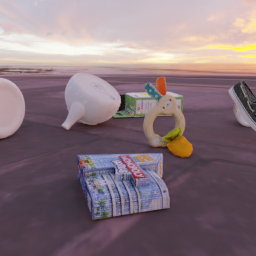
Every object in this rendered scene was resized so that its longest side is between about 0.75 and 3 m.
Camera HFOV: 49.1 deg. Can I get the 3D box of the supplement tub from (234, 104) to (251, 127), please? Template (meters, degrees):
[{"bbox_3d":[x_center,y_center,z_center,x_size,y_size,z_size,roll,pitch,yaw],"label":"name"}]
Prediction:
[{"bbox_3d":[4.032,-0.584,9.439,0.837,0.837,1.151,3,19,13],"label":"supplement tub"}]

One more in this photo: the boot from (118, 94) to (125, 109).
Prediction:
[{"bbox_3d":[-1.173,-1.132,12.112,1.560,0.874,2.255,2,-3,28],"label":"boot"}]

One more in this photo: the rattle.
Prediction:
[{"bbox_3d":[0.917,-0.302,6.533,1.111,1.706,1.219,1,13,3],"label":"rattle"}]

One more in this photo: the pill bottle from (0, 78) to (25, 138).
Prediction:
[{"bbox_3d":[-4.575,-0.646,8.056,2.851,1.652,1.652,6,15,25],"label":"pill bottle"}]

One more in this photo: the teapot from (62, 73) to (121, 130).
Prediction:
[{"bbox_3d":[-1.309,-0.811,9.462,2.011,1.469,1.985,12,34,-37],"label":"teapot"}]

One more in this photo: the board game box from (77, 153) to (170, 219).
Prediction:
[{"bbox_3d":[0.027,0.804,4.571,1.513,0.467,1.514,-5,14,-17],"label":"board game box"}]

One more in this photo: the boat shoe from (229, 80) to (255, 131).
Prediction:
[{"bbox_3d":[3.276,-0.528,7.344,0.552,1.562,0.497,-19,-17,-43],"label":"boat shoe"}]

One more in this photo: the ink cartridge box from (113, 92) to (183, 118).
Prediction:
[{"bbox_3d":[0.669,-0.963,11.250,2.738,0.812,1.422,-3,14,-13],"label":"ink cartridge box"}]
